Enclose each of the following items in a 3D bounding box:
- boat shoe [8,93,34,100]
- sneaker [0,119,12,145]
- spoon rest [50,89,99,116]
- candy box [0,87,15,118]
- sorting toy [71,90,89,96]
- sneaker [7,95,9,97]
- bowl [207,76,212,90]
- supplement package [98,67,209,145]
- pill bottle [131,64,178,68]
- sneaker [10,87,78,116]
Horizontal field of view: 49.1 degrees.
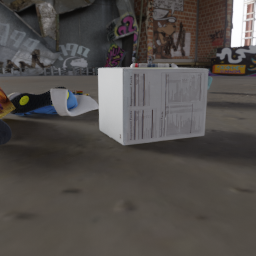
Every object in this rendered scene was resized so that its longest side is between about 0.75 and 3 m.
[{"bbox_3d":[-4.067,-0.936,10.090,0.793,0.638,1.709,-8,6,11],"label":"boat shoe"},{"bbox_3d":[-3.147,-0.124,5.526,1.740,0.610,0.714,19,-1,-14],"label":"sneaker"},{"bbox_3d":[-1.761,-0.734,9.095,1.266,0.772,2.547,4,0,11],"label":"spoon rest"},{"bbox_3d":[-3.857,-0.703,7.264,0.568,1.173,2.011,-32,10,6],"label":"candy box"},{"bbox_3d":[-2.656,-1.774,14.366,0.799,0.280,1.658,7,14,27],"label":"sorting toy"},{"bbox_3d":[-5.143,-1.274,12.078,0.763,0.281,0.450,-19,15,-29],"label":"sneaker"},{"bbox_3d":[4.297,-2.539,16.369,1.252,0.655,1.252,2,-16,1],"label":"bowl"},{"bbox_3d":[0.500,-0.594,6.236,1.965,1.481,1.492,-5,14,-23],"label":"supplement package"},{"bbox_3d":[1.468,-2.004,12.325,2.700,1.615,1.615,2,13,5],"label":"pill bottle"},{"bbox_3d":[-2.674,-0.679,8.800,2.248,0.741,0.881,-8,-26,15],"label":"sneaker"}]
